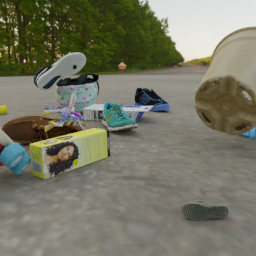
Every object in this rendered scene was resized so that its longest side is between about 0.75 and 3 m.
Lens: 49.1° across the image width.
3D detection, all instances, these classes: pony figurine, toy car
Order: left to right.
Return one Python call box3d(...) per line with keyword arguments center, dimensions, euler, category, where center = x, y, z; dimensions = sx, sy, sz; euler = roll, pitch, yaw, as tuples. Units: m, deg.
box3d(center=(-3.142, 0.666, 5.765), dimensions=(1.589, 1.465, 1.405), euler=(-48, -6, -20), category="toy car")
box3d(center=(-1.788, -0.419, 8.032), dimensions=(1.188, 1.147, 0.989), euler=(-3, -29, -12), category="pony figurine")

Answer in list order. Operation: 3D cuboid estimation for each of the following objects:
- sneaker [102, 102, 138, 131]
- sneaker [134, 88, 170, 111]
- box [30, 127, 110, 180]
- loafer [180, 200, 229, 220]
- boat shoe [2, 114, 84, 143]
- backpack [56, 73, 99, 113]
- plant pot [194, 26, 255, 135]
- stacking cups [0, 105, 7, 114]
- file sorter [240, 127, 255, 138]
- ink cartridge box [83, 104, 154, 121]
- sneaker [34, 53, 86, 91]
box3d(center=(-0.429, -0.416, 10.326), dimensions=(0.911, 0.937, 2.352), euler=(-7, 16, -26), category="sneaker")
box3d(center=(1.185, -1.523, 14.665), dimensions=(0.942, 1.046, 2.685), euler=(-8, 16, -33), category="sneaker")
box3d(center=(-1.299, 0.544, 6.754), dimensions=(0.513, 0.771, 2.048), euler=(9, 17, 39), category="box")
box3d(center=(1.230, 1.333, 4.574), dimensions=(0.772, 0.290, 0.269), euler=(5, 2, -1), category="loafer")
box3d(center=(-2.542, 0.069, 8.437), dimensions=(2.431, 0.875, 0.821), euler=(-1, 11, -13), category="boat shoe")
box3d(center=(-2.512, -1.737, 14.069), dimensions=(2.323, 1.762, 2.784), euler=(-12, 14, 1), category="backpack")
box3d(center=(3.309, -1.208, 8.253), dimensions=(2.773, 2.773, 2.539), euler=(10, 39, 36), category="plant pot")
box3d(center=(-6.401, -0.754, 13.039), dimensions=(1.414, 0.428, 0.428), euler=(-14, 19, -31), category="stacking cups")
box3d(center=(4.317, -0.174, 9.692), dimensions=(1.250, 0.767, 0.867), euler=(-7, 14, -24), category="file sorter")
box3d(center=(-0.358, -0.659, 12.171), dimensions=(2.869, 0.562, 1.427), euler=(2, 13, 16), category="ink cartridge box")
box3d(center=(-2.375, -2.013, 9.378), dimensions=(1.850, 0.676, 1.035), euler=(-38, 37, -17), category="sneaker")
